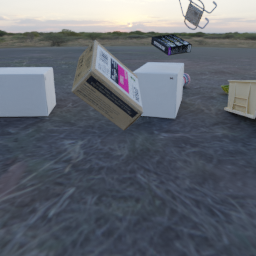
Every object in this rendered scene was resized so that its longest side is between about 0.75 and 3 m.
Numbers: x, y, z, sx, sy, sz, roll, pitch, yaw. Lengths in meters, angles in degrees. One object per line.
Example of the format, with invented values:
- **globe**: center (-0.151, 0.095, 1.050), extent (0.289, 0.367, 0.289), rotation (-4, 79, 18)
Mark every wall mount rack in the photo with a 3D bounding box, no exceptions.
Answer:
- **wall mount rack**: center (1.697, -3.228, 7.376), extent (1.169, 0.502, 1.345), rotation (39, -6, 6)

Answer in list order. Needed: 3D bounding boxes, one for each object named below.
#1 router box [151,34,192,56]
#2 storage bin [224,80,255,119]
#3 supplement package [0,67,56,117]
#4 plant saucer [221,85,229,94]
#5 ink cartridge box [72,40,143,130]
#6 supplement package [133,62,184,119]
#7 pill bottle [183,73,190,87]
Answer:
- **router box**: center (1.567, -3.079, 10.289), extent (0.957, 0.328, 1.283), rotation (-13, 38, -20)
- **storage bin**: center (5.324, -1.096, 10.085), extent (2.652, 1.243, 2.633), rotation (0, 11, -4)
- **supplement package**: center (-4.393, -1.429, 10.912), extent (2.759, 1.652, 1.673), rotation (-1, 20, -3)
- **plant saucer**: center (5.705, -1.821, 13.854), extent (1.601, 0.384, 1.604), rotation (-8, 22, -20)
- **ink cartridge box**: center (-0.364, -0.859, 5.346), extent (1.238, 0.564, 1.502), rotation (35, 27, -26)
- **supplement package**: center (1.297, -1.658, 11.468), extent (1.697, 1.718, 2.834), rotation (5, 21, 14)
- **pill bottle**: center (2.857, -2.570, 15.407), extent (0.728, 0.728, 1.217), rotation (14, 25, 33)
